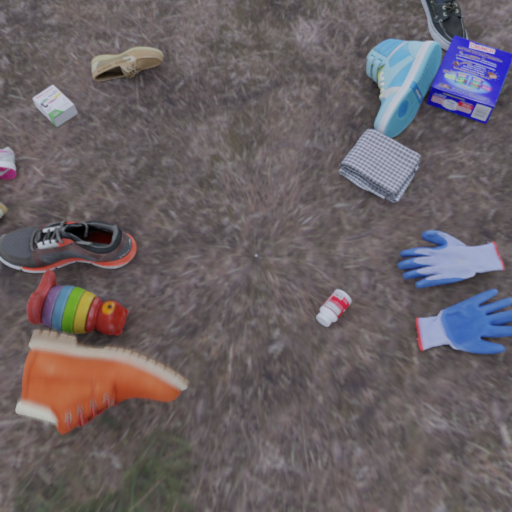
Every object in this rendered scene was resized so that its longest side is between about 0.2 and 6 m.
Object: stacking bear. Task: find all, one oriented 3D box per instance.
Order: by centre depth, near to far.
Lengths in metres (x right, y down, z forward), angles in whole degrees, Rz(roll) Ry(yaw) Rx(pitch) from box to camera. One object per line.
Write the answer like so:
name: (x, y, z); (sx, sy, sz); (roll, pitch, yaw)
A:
stacking bear: (-3.124, 0.993, 10.047); (1.583, 0.900, 0.961); (14, 42, -3)

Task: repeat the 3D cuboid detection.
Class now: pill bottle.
pill bottle: (1.419, 0.971, 10.318); (0.373, 0.373, 0.664); (38, 71, 16)

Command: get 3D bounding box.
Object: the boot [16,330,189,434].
boot: (-2.447, 2.142, 8.824); (2.736, 1.027, 1.467); (7, 67, 14)

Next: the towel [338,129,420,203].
towel: (2.569, -1.867, 11.536); (1.385, 0.593, 1.147); (32, 70, 14)

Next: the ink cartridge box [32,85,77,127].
ink cartridge box: (-4.440, -3.311, 12.359); (0.572, 0.332, 0.790); (-41, 71, -17)

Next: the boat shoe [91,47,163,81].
boat shoe: (-2.906, -4.296, 12.731); (1.660, 0.592, 0.536); (-9, 71, 5)

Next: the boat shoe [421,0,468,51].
boat shoe: (4.489, -5.847, 13.384); (0.773, 0.638, 2.253); (-11, 65, -5)

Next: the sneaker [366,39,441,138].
sneaker: (2.886, -3.739, 12.350); (1.540, 0.938, 2.359); (27, 81, 33)

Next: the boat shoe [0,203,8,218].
boat shoe: (-5.787, -1.301, 11.325); (1.853, 0.664, 0.706); (41, 57, 9)

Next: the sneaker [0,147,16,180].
sneaker: (-5.686, -1.997, 11.645); (1.455, 0.592, 0.642); (5, 63, -7)

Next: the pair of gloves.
pair of gloves: (3.745, 0.632, 10.372); (1.983, 0.281, 2.466); (-8, 71, 1)

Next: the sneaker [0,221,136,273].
sneaker: (-3.651, -0.357, 10.552); (2.631, 1.077, 1.014); (-3, 65, -1)

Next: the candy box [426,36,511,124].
candy box: (4.767, -3.941, 12.484); (1.416, 0.645, 1.674); (23, 68, 12)
